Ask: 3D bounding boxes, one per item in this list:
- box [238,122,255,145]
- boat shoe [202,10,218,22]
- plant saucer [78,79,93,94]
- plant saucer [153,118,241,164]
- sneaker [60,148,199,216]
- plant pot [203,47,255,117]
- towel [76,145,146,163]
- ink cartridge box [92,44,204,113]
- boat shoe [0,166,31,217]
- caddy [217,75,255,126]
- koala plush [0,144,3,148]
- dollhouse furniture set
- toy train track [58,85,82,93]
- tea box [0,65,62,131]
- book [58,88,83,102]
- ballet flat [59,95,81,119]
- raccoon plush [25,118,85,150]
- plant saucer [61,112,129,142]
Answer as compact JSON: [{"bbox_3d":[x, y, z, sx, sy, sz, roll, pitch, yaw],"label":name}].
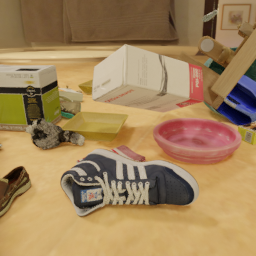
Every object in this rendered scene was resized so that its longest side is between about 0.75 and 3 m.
[{"bbox_3d":[4.940,0.072,10.174,2.016,0.505,0.759,-12,24,-30],"label":"box"},{"bbox_3d":[3.882,-5.272,13.230,0.776,0.286,0.259,-20,11,29],"label":"boat shoe"},{"bbox_3d":[-1.342,-2.399,16.544,2.417,0.585,2.416,8,22,20],"label":"plant saucer"},{"bbox_3d":[2.172,0.406,9.036,2.732,0.692,2.732,-1,21,0],"label":"plant saucer"},{"bbox_3d":[-0.104,1.333,6.119,2.992,1.048,1.623,11,24,30],"label":"sneaker"},{"bbox_3d":[4.355,-2.082,12.766,2.970,2.970,2.001,-4,12,-11],"label":"plant pot"},{"bbox_3d":[-0.494,0.948,8.320,1.723,0.196,1.241,-15,25,-34],"label":"towel"},{"bbox_3d":[0.538,-1.267,8.074,2.656,1.126,1.935,5,-10,-31],"label":"ink cartridge box"},{"bbox_3d":[-2.905,1.435,6.368,0.660,0.662,1.788,4,21,11],"label":"boat shoe"},{"bbox_3d":[4.420,-1.118,11.260,1.231,1.657,2.345,-18,47,-30],"label":"caddy"},{"bbox_3d":[-4.551,0.498,8.983,0.897,0.824,0.795,30,40,17],"label":"koala plush"},{"bbox_3d":[2.510,-2.165,8.500,2.204,2.572,2.705,38,17,12],"label":"dollhouse furniture set"},{"bbox_3d":[-3.587,-2.330,16.718,2.052,0.334,1.177,15,25,32],"label":"toy train track"},{"bbox_3d":[-4.072,-1.186,10.881,2.371,2.332,1.584,3,21,9],"label":"tea box"},{"bbox_3d":[-3.942,-1.819,14.338,2.745,0.660,1.834,0,17,-36],"label":"book"},{"bbox_3d":[-3.235,-0.980,12.222,2.606,0.981,0.884,6,-22,13],"label":"ballet flat"},{"bbox_3d":[-2.559,0.284,9.698,1.957,0.947,1.311,24,1,-16],"label":"raccoon plush"},{"bbox_3d":[-1.159,-0.036,10.465,2.077,0.503,2.076,4,22,10],"label":"plant saucer"}]
